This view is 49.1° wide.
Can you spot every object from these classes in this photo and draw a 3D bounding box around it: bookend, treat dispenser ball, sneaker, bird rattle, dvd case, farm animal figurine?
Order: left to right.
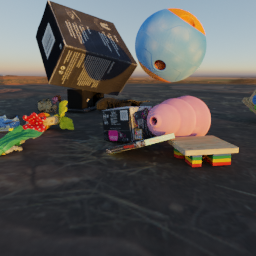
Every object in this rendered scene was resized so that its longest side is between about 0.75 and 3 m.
[{"bbox_3d":[-4.601,-0.149,9.808,1.527,0.599,0.503,-10,17,-34],"label":"sneaker"},{"bbox_3d":[-2.943,-0.170,9.947,1.942,1.094,1.583,-26,14,-37],"label":"bird rattle"},{"bbox_3d":[-4.098,-1.148,14.561,1.444,0.762,1.461,-9,16,18],"label":"farm animal figurine"},{"bbox_3d":[-2.288,-2.156,15.115,1.110,2.411,2.396,4,11,20],"label":"bookend"},{"bbox_3d":[-0.262,-1.163,14.300,2.546,0.765,1.328,-3,7,-31],"label":"sneaker"},{"bbox_3d":[0.285,0.397,6.986,1.065,0.161,1.459,-11,-6,-43],"label":"dvd case"},{"bbox_3d":[1.104,-2.141,7.355,1.861,1.861,1.861,0,11,0],"label":"treat dispenser ball"}]

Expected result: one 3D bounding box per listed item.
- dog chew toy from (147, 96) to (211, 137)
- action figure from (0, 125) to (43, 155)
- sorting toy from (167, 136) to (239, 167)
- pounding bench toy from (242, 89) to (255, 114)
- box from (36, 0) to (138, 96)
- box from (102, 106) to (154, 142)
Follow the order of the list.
[{"bbox_3d":[1.364,-0.220,7.817,1.387,1.387,2.228,10,9,40],"label":"dog chew toy"},{"bbox_3d":[-3.099,0.401,7.447,0.964,0.446,1.632,4,19,14],"label":"action figure"},{"bbox_3d":[1.726,0.549,6.700,1.262,0.439,1.254,-2,12,-10],"label":"sorting toy"},{"bbox_3d":[5.569,-1.205,10.903,2.618,2.042,1.626,-7,47,-31],"label":"pounding bench toy"},{"bbox_3d":[-1.633,-2.927,10.580,2.925,1.717,2.876,5,46,-36],"label":"box"},{"bbox_3d":[-0.023,-0.135,8.265,0.842,0.969,1.467,-7,4,-37],"label":"box"}]
